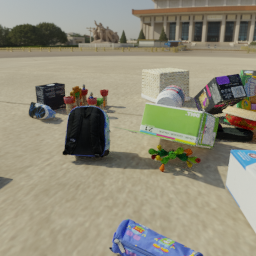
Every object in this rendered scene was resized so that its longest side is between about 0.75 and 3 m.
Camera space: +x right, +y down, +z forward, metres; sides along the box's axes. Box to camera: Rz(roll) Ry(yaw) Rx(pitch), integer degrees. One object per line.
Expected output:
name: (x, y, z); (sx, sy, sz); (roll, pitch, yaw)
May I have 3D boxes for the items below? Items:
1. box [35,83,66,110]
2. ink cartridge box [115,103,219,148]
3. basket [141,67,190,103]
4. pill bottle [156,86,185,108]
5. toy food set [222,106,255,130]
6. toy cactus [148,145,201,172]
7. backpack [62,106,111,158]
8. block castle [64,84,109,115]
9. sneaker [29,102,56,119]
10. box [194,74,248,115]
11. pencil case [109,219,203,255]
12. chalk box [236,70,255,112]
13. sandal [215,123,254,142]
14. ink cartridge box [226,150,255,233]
box: (-3.741, -1.518, 13.635); (0.674, 1.179, 1.295); (14, 23, 36)
ink cartridge box: (1.241, -0.158, 8.397); (2.041, 1.046, 2.762); (14, 2, 36)
basket: (2.051, -2.391, 15.520); (2.081, 1.689, 2.100); (-10, 19, -23)
pill bottle: (1.898, -1.187, 12.656); (1.181, 1.181, 1.976); (5, 19, 16)
toy food set: (4.643, -0.195, 9.853); (2.637, 0.642, 2.610); (15, 10, 16)
toy cactus: (1.262, 0.807, 7.781); (1.375, 0.703, 1.134); (0, -1, 7)
backpack: (-1.155, 0.102, 8.316); (1.328, 1.451, 1.066); (2, -2, 10)
block castle: (-1.953, -1.421, 13.453); (1.584, 1.112, 2.370); (3, 19, 11)
sneaker: (-3.822, -0.710, 12.293); (0.689, 0.677, 1.788); (9, 10, -43)
box: (3.777, -1.293, 11.658); (1.198, 1.039, 1.959); (-10, -15, -14)
pencil case: (0.394, 1.896, 4.283); (1.454, 0.567, 0.631); (13, 1, 34)
chalk box: (6.125, -1.749, 13.390); (2.917, 1.808, 1.821); (6, 21, 21)
sandal: (2.942, -0.056, 9.982); (2.870, 0.687, 1.079); (4, 19, 8)
ink cartridge box: (3.494, 1.212, 5.649); (2.415, 1.018, 1.763); (0, 18, -1)
